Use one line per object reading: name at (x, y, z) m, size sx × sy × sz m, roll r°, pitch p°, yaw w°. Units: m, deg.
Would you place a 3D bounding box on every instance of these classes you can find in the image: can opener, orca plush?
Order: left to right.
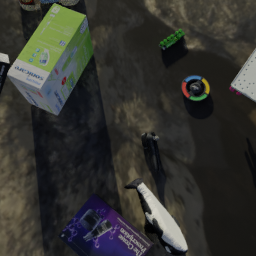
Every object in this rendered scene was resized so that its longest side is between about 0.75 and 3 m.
orca plush at (0.620, 2.552, 7.727) m, size 0.824 × 1.219 × 2.317 m, roll -46°, pitch 78°, yaw 18°
can opener at (0.798, 0.716, 8.595) m, size 0.410 × 0.508 × 1.292 m, roll -2°, pitch 70°, yaw -42°

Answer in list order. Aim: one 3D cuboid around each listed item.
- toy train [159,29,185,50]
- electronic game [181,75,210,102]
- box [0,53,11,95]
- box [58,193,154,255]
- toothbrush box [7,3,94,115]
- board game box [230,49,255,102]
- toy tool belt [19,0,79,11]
toy train at (1.564, -3.119, 9.907) m, size 1.067 × 0.223 × 0.301 m, roll -37°, pitch 86°, yaw -11°
electronic game at (2.245, -1.323, 9.311) m, size 0.962 × 0.200 × 0.962 m, roll 0°, pitch 72°, yaw 0°
box at (-3.947, -1.203, 6.806) m, size 1.682 × 1.694 × 0.421 m, roll 7°, pitch 44°, yaw -36°
box at (-0.576, 3.007, 7.572) m, size 2.086 × 0.822 × 1.472 m, roll 37°, pitch 78°, yaw 11°
toothbrush box at (-2.219, -2.031, 8.630) m, size 1.142 × 1.932 × 2.653 m, roll 25°, pitch 73°, yaw 8°
board game box at (4.765, -1.396, 9.052) m, size 2.334 × 0.302 × 2.335 m, roll 35°, pitch 63°, yaw 11°
toy tool belt at (-2.894, -5.270, 9.920) m, size 2.457 × 1.510 × 1.534 m, roll -9°, pitch 72°, yaw -3°
